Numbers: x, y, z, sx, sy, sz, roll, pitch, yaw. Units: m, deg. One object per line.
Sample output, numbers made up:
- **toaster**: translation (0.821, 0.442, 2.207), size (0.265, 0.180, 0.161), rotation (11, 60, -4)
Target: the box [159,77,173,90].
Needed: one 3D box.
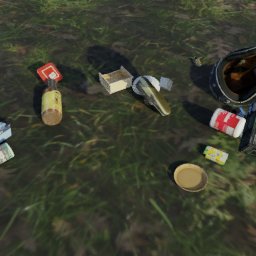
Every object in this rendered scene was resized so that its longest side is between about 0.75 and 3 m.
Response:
- **box**: translation (1.451, -1.693, 10.731), size (0.312, 0.381, 0.803), rotation (20, 6, 18)

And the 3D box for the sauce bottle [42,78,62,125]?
- **sauce bottle**: translation (-3.191, -1.192, 11.695), size (0.812, 0.812, 2.460), rotation (-8, 48, -8)

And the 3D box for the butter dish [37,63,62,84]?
- **butter dish**: translation (-3.728, -2.413, 13.093), size (0.920, 0.682, 0.922), rotation (52, 53, -9)

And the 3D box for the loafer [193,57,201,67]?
- **loafer**: translation (3.537, -3.409, 14.357), size (0.283, 0.262, 0.752), rotation (-12, 46, -12)

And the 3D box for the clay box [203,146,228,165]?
- **clay box**: translation (3.098, 0.966, 9.935), size (0.779, 0.185, 0.447), rotation (24, 49, 23)

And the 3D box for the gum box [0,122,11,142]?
- **gum box**: translation (-5.835, 0.238, 10.034), size (2.341, 0.522, 1.989), rotation (11, 26, 12)

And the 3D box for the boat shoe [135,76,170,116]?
- **boat shoe**: translation (1.012, -1.264, 11.890), size (0.750, 0.690, 2.098), rotation (4, 49, -55)

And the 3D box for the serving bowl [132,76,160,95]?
- **serving bowl**: translation (0.843, -2.020, 12.813), size (1.276, 0.420, 1.276), rotation (1, 44, -1)

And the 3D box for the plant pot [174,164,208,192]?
- **plant pot**: translation (2.066, 1.658, 9.259), size (1.096, 0.151, 1.096), rotation (0, 45, 0)

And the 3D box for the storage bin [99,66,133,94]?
- **storage bin**: translation (-0.572, -2.272, 12.982), size (1.201, 0.563, 1.192), rotation (-22, 49, -20)

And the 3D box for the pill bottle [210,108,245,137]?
- **pill bottle**: translation (3.915, -0.138, 10.639), size (1.408, 0.790, 0.790), rotation (27, 50, 25)

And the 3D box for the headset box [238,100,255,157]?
- **headset box**: translation (2.700, 0.107, 4.989), size (1.123, 0.521, 0.978), rotation (18, 75, 6)

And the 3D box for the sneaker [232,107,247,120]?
- **sneaker**: translation (4.572, -0.447, 11.304), size (0.391, 0.352, 1.003), rotation (-14, 42, -4)

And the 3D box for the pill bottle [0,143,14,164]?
- **pill bottle**: translation (-4.527, 0.990, 9.641), size (1.010, 0.571, 0.571), rotation (-33, 53, -28)

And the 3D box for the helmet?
- **helmet**: translation (3.228, -1.417, 8.009), size (1.666, 1.747, 1.747), rotation (-21, 31, 38)
